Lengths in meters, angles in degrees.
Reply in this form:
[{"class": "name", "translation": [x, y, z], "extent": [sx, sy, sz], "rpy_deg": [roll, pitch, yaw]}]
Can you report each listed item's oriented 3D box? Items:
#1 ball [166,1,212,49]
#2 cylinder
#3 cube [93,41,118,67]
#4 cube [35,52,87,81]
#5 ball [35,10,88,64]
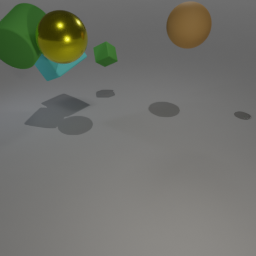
[{"class": "ball", "translation": [1.916, -3.234, 8.852], "extent": [1.400, 1.400, 1.400], "rpy_deg": [0, 30, 0]}, {"class": "cylinder", "translation": [-3.120, -2.727, 8.344], "extent": [1.400, 1.400, 1.400], "rpy_deg": [7, 51, 12]}, {"class": "cube", "translation": [-0.955, -3.116, 11.877], "extent": [0.700, 0.700, 0.700], "rpy_deg": [-17, -14, 27]}, {"class": "cube", "translation": [-2.685, -2.764, 10.405], "extent": [1.400, 1.400, 1.400], "rpy_deg": [-45, 24, -25]}, {"class": "ball", "translation": [-1.804, -2.471, 7.663], "extent": [1.400, 1.400, 1.400], "rpy_deg": [0, 30, 0]}]
